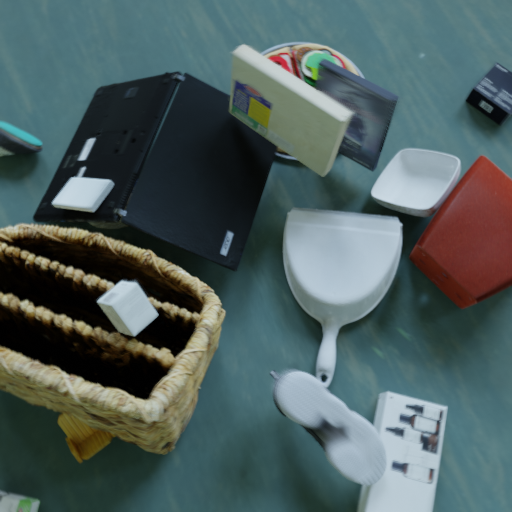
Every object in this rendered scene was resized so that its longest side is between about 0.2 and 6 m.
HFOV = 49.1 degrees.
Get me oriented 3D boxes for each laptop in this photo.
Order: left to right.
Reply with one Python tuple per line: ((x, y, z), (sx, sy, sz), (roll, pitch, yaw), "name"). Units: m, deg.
((-1.924, -1.701, 11.199), (3.843, 1.985, 3.406), (2, 63, 34), "laptop")

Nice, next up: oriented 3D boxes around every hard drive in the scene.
((-3.145, -1.118, 10.152), (1.033, 0.138, 0.681), (9, 57, 32), "hard drive")

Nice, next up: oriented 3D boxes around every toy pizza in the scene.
((0.991, -3.405, 11.940), (2.929, 0.464, 2.929), (0, 72, 0), "toy pizza")

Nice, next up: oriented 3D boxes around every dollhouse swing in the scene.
((-2.968, 2.990, 9.689), (0.738, 0.671, 0.649), (-34, 119, -18), "dollhouse swing")

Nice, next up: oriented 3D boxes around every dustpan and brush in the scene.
((1.450, 0.799, 10.471), (2.260, 0.927, 3.238), (7, 65, 11), "dustpan and brush")

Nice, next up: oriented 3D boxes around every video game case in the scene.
((1.742, -2.545, 10.411), (1.492, 2.088, 0.198), (33, 71, 15), "video game case")

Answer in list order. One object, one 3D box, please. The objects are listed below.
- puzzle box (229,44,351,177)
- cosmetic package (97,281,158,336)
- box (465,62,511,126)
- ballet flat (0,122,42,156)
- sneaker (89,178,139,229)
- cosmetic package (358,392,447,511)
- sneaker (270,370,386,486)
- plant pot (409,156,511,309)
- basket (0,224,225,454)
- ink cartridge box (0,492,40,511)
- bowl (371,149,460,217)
((0.509, -2.552, 9.947), (2.303, 1.532, 0.293), (37, 64, 12), "puzzle box")
((-1.798, 0.735, 7.834), (0.480, 0.479, 0.582), (-44, 118, -29), "cosmetic package")
((5.169, -3.440, 11.935), (0.970, 0.505, 0.883), (42, 78, 12), "box")
((-5.523, -2.570, 11.570), (2.394, 0.874, 0.874), (33, 75, 4), "ballet flat")
((-1.869, -1.036, 10.899), (2.924, 1.051, 1.060), (4, 65, -2), "sneaker")
((2.428, 3.763, 9.493), (1.094, 0.671, 2.651), (13, 72, 5), "cosmetic package")
((1.129, 2.709, 9.277), (0.882, 1.330, 2.338), (-45, 99, -9), "sneaker")
((3.984, -0.201, 10.184), (1.838, 2.084, 2.086), (-42, 77, -1), "plant pot")
((-2.719, 0.894, 8.964), (4.236, 3.156, 3.024), (20, 63, 7), "basket")
((-4.265, 4.391, 9.424), (0.960, 0.403, 0.698), (11, 72, 4), "ink cartridge box")
((3.183, -1.377, 11.022), (1.445, 0.539, 1.443), (22, 68, 42), "bowl")
